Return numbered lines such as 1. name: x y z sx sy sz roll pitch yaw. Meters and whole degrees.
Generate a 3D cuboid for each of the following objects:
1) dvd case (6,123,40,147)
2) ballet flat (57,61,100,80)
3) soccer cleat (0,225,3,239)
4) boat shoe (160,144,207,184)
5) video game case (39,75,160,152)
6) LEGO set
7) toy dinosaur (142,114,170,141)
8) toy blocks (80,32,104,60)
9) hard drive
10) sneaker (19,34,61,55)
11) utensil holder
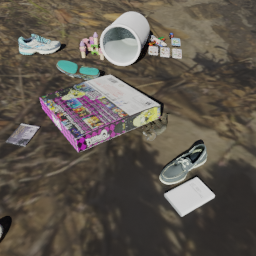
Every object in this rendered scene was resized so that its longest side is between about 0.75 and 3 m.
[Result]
1. dvd case: -3.013 0.183 8.069 0.611 0.066 0.822 10 42 12
2. ballet flat: -1.798 -1.994 10.110 1.564 0.581 0.581 16 42 1
3. soccer cleat: -2.947 2.304 5.295 0.454 0.508 1.310 23 46 24
4. boat shoe: 1.397 0.858 6.981 1.524 0.471 0.555 -25 47 -26
5. video game case: -0.924 -0.634 8.375 2.623 0.518 2.893 -23 38 -25
6. LEGO set: 1.593 -3.595 12.318 1.408 0.463 1.885 6 49 -1
7. toy dinosaur: 0.801 -0.001 8.083 1.212 0.466 0.620 -25 58 -30
8. toy blocks: -1.382 -3.569 11.690 1.075 0.969 1.151 7 42 9
9. hard drive: 1.414 1.560 6.439 0.962 0.128 0.634 -21 45 -23
10. sneaker: -3.736 -3.554 11.800 1.754 0.757 0.681 -9 41 -9
11. utensil holder: -0.038 -3.673 11.345 1.628 1.628 1.916 11 40 13
